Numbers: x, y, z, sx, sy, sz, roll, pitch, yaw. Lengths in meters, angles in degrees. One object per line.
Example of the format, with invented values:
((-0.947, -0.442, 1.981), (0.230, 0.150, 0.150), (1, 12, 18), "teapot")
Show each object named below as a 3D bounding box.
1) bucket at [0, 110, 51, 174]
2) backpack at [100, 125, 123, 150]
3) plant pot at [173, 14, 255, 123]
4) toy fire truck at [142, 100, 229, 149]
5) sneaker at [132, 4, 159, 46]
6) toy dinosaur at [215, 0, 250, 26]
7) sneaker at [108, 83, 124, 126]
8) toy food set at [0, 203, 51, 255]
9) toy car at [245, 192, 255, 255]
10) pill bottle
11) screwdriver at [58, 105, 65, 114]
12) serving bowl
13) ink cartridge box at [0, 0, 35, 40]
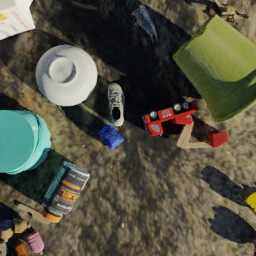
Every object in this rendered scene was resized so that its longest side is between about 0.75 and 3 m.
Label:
((-3.710, 0.432, 9.108), (2.223, 1.446, 2.223), (0, 88, 0), "bucket")
((-0.583, 0.259, 9.528), (0.619, 0.639, 0.762), (-38, 84, -9), "backpack")
((2.780, -1.933, 8.485), (2.427, 2.640, 2.640), (43, 88, -5), "plant pot")
((1.920, 0.031, 9.537), (2.538, 0.619, 1.790), (-17, 88, 0), "toy fire truck")
((0.639, -3.512, 9.799), (0.608, 0.567, 1.534), (-27, 81, 8), "sneaker")
((3.480, -4.078, 9.916), (1.596, 0.464, 0.807), (28, 72, -6), "toy dinosaur")
((-0.371, -0.823, 9.584), (0.552, 0.606, 1.477), (-9, 87, 0), "sneaker")
((-3.775, 4.083, 9.418), (1.750, 0.434, 2.754), (25, 87, 1), "toy food set")
((5.108, 3.193, 9.428), (2.220, 0.526, 2.359), (-9, 88, -1), "toy car")
((-2.126, 2.136, 9.250), (0.987, 0.987, 1.857), (28, 88, 1), "pill bottle")
((-2.537, -0.945, 9.856), (0.162, 0.169, 1.164), (-34, 97, 33), "screwdriver")
((-2.146, -1.859, 9.562), (2.145, 0.705, 2.145), (0, 86, -1), "serving bowl")
((-4.480, -4.045, 9.190), (2.651, 1.704, 1.660), (-18, 88, 0), "ink cartridge box")
